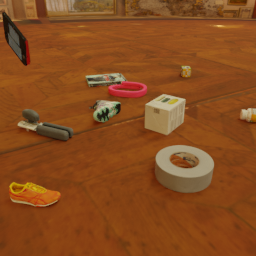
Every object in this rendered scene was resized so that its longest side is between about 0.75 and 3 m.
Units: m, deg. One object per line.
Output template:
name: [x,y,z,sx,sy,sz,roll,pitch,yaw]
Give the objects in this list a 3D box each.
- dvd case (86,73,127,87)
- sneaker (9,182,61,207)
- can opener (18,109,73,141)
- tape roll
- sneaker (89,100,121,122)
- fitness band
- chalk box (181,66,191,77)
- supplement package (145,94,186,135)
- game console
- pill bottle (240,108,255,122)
dvd case: [-1.163,-2.536,14.704,1.973,0.217,1.440,-6,28,-13]
sneaker: [-2.192,1.525,6.516,1.239,0.478,0.452,3,26,3]
can opener: [-2.846,-0.078,9.484,2.114,0.703,0.557,16,30,20]
tape roll: [1.470,1.043,7.416,1.506,0.498,1.506,0,26,0]
sneaker: [-1.115,-0.688,10.761,1.116,0.620,1.595,13,21,27]
fitness band: [-0.015,-1.825,13.187,1.832,0.343,1.316,6,28,15]
chalk box: [3.222,-3.182,15.667,0.480,0.483,0.776,1,29,2]
supplement package: [1.318,-0.509,9.951,0.945,0.938,1.246,18,32,31]
game console: [-3.200,-2.494,8.003,0.193,1.098,1.241,-33,75,-26]
pill bottle: [4.660,-0.465,10.361,0.886,0.492,0.492,5,28,11]
